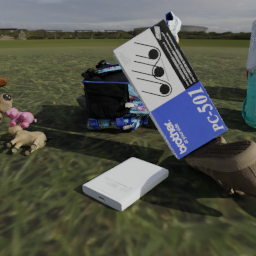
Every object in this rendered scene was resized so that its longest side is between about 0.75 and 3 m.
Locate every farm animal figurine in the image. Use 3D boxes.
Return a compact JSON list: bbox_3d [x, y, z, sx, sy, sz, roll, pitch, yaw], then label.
[{"bbox_3d":[-3.404,-0.214,7.305,2.336,2.362,1.231,-25,17,15],"label":"farm animal figurine"}]

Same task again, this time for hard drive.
[{"bbox_3d":[-0.012,1.062,5.653,1.002,0.200,1.520,15,25,36],"label":"hard drive"}]

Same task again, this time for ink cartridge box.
[{"bbox_3d":[0.893,-0.802,6.074,1.260,2.680,0.593,-31,6,1],"label":"ink cartridge box"}]

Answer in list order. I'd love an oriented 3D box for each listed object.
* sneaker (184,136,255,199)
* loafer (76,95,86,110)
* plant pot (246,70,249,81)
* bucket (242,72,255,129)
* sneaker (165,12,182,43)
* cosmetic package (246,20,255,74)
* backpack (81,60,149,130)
[{"bbox_3d":[1.854,0.826,5.455,0.951,1.020,2.700,-30,-1,0],"label":"sneaker"},{"bbox_3d":[-1.495,-1.001,10.066,0.569,0.527,1.513,40,-8,-7],"label":"loafer"},{"bbox_3d":[6.709,-2.466,12.309,2.486,2.486,2.263,-11,14,-27],"label":"plant pot"},{"bbox_3d":[4.995,-0.902,8.902,2.608,1.697,2.608,0,19,0],"label":"bucket"},{"bbox_3d":[1.108,-2.647,7.777,0.485,1.288,0.568,-13,-38,40],"label":"sneaker"},{"bbox_3d":[5.199,-2.479,8.428,1.874,1.872,2.272,22,-19,-27],"label":"cosmetic package"},{"bbox_3d":[0.239,-1.102,8.881,2.919,1.964,2.665,-1,19,5],"label":"backpack"}]
